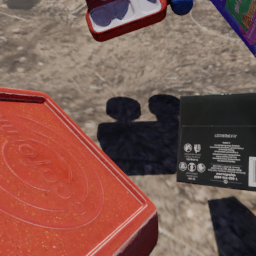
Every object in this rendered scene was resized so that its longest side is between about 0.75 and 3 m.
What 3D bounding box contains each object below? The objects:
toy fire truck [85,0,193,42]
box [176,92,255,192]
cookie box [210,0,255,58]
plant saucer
[{"bbox_3d":[0.303,-3.303,6.138,2.877,1.613,2.416,-17,77,1],"label":"toy fire truck"},{"bbox_3d":[1.659,0.216,3.890,1.359,1.830,1.137,1,86,34],"label":"box"},{"bbox_3d":[1.966,-2.165,4.113,0.744,1.695,1.981,-29,75,-1],"label":"cookie box"},{"bbox_3d":[-0.965,0.443,2.721,2.817,2.822,0.518,44,108,15],"label":"plant saucer"}]
